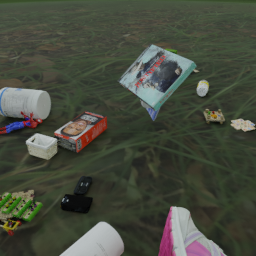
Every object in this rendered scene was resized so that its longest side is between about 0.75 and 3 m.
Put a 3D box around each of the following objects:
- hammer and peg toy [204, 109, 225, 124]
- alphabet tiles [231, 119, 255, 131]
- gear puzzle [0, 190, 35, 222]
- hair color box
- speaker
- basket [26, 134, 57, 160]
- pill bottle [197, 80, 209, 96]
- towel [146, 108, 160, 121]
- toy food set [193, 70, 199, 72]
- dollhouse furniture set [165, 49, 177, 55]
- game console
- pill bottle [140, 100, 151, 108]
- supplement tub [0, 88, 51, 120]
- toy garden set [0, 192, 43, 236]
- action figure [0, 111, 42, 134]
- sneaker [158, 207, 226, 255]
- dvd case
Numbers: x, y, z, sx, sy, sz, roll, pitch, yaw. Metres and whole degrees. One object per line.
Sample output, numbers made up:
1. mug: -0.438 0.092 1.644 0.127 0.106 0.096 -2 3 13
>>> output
1. hammer and peg toy: 3.179 -0.503 10.376 0.686 0.329 0.933 2 31 4
2. alphabet tiles: 4.087 -0.101 9.964 0.794 0.058 0.777 -10 31 -17
3. gear puzzle: -2.998 1.904 6.465 1.608 0.211 0.833 -8 33 -8
4. hair color box: -1.500 0.066 9.220 0.868 0.524 1.711 16 35 23
5. speaker: -0.912 2.482 4.910 0.745 0.745 1.835 23 38 34
6. basket: -2.568 0.563 8.420 0.784 0.484 0.532 14 33 20
7. pill bottle: 3.289 -1.743 12.329 0.484 0.484 0.846 9 32 16
8. towel: 0.694 -1.327 9.527 0.221 1.341 1.852 -2 41 -23
9. toy food set: 2.841 -3.160 14.881 1.639 0.329 1.131 -11 32 -18
10. dollhouse furniture set: 1.651 -2.905 13.540 1.250 0.966 2.501 18 42 28
11. game console: -1.159 1.614 6.982 0.699 0.143 1.185 6 32 9
12. pill bottle: 0.596 -1.268 8.828 0.677 0.677 1.209 -8 57 -13
13. supplement tub: -3.839 -0.900 10.320 1.656 1.093 1.093 6 31 11
14. toy garden set: -2.601 1.824 6.153 1.078 0.215 0.899 10 35 19
15. action figure: -3.752 -0.266 9.621 1.531 0.758 0.500 -10 32 -22
16. sneaker: 1.316 2.545 4.545 1.306 1.204 2.961 3 32 -10
17. dvd case: 0.716 -1.529 7.994 1.590 0.240 2.178 -48 38 3
